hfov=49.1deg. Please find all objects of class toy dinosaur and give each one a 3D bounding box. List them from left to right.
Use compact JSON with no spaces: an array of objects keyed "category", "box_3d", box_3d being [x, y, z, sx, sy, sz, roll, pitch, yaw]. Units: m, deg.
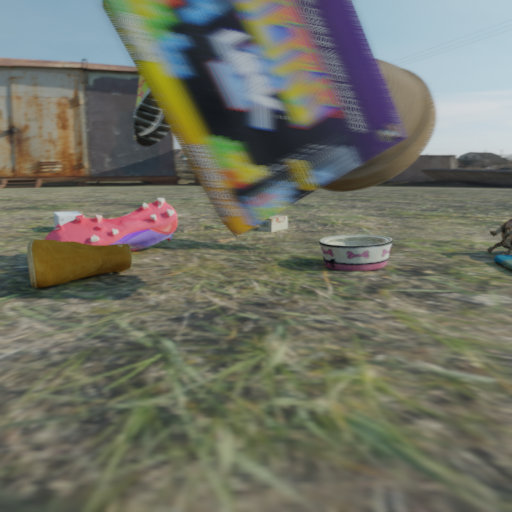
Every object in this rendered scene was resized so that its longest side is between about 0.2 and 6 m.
[{"category":"toy dinosaur","box_3d":[5.223,-0.462,11.430,0.863,1.273,0.546,-41,51,-12]}]

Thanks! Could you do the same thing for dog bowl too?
[{"category":"dog bowl","box_3d":[1.806,-0.062,10.197,1.317,0.486,1.317,-3,10,0]}]

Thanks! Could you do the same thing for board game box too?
[{"category":"board game box","box_3d":[0.060,-2.296,7.120,2.665,3.224,0.914,-31,20,-4]}]

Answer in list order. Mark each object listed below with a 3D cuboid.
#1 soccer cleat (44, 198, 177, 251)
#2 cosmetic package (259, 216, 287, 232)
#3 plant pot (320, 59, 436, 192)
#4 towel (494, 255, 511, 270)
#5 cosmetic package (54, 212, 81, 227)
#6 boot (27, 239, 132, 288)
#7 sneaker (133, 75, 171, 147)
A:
[{"category":"soccer cleat","box_3d":[-2.919,-0.372,11.608,2.806,1.073,0.936,-21,53,-29]},{"category":"cosmetic package","box_3d":[0.491,-0.928,16.005,0.458,0.386,0.885,6,11,32]},{"category":"plant pot","box_3d":[2.014,-3.109,11.961,3.287,3.287,1.517,6,-25,34]},{"category":"towel","box_3d":[4.943,0.186,9.899,1.060,0.157,1.446,1,10,6]},{"category":"cosmetic package","box_3d":[-5.324,-0.966,15.916,0.688,0.483,1.357,-4,10,-24]},{"category":"boot","box_3d":[-2.728,0.048,8.875,1.479,0.727,2.065,-3,5,-11]},{"category":"sneaker","box_3d":[-2.092,-3.297,11.602,0.815,2.084,0.941,13,8,-27]}]
